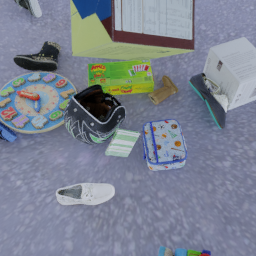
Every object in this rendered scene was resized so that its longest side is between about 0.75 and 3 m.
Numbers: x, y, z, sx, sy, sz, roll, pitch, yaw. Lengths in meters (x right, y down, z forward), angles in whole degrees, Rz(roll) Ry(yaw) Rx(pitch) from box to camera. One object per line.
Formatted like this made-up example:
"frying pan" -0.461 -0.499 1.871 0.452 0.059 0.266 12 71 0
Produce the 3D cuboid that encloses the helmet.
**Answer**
"helmet" -1.142 -0.343 8.961 1.774 1.861 1.861 -36 64 -24

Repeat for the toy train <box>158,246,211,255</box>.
"toy train" 1.248 4.138 6.677 1.413 1.033 2.441 5 57 16

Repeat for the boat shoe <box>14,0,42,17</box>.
"boat shoe" -4.838 -6.062 13.200 0.991 1.008 2.795 -23 58 -10

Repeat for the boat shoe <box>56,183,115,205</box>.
"boat shoe" -1.257 1.919 8.269 1.733 0.601 0.614 -8 58 -5

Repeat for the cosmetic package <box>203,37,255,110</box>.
"cosmetic package" 3.939 -1.983 10.221 1.537 1.536 1.864 -20 59 -12

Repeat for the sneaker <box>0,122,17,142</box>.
"sneaker" -4.745 0.047 9.504 2.028 0.711 0.790 31 85 12

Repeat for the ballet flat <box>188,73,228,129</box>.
"ballet flat" 3.023 -1.093 10.008 0.879 0.879 2.407 -17 57 -11

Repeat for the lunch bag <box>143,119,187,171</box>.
"lunch bag" 1.136 0.557 9.137 1.386 0.653 1.729 -5 56 -1

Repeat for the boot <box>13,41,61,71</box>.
"boot" -3.630 -2.975 11.427 1.724 0.622 1.302 7 55 -3

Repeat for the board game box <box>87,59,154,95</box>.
"board game box" -0.300 -1.927 10.761 2.422 0.577 1.230 -5 57 -3

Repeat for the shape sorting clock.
"shape sorting clock" -3.305 -1.043 10.177 2.923 0.574 2.923 1 57 -1

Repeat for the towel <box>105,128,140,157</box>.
"towel" -0.124 0.354 6.303 0.598 0.784 0.092 9 38 -26

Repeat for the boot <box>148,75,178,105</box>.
"boot" 1.233 -1.469 10.607 1.077 0.356 0.944 -29 62 -16

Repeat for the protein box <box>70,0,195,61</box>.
"protein box" 0.074 -3.171 8.413 2.770 2.750 1.869 -5 98 -32
